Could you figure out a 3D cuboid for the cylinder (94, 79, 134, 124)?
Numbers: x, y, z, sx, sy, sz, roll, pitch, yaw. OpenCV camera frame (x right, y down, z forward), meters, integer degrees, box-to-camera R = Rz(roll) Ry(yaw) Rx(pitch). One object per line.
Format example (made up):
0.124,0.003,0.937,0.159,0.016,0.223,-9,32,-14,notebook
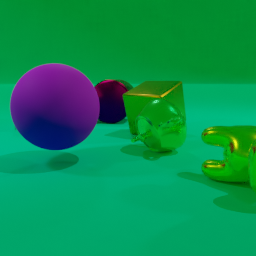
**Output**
-0.420,-0.854,8.657,1.274,1.274,1.274,2,10,10,cylinder

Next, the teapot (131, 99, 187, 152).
0.504,0.020,5.019,0.774,0.983,1.582,-29,-1,-23,teapot

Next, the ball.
-1.075,-0.309,4.208,1.289,1.289,1.289,0,10,0,ball

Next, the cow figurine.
1.645,0.328,3.312,1.526,0.851,1.551,3,6,43,cow figurine

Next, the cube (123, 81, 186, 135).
0.638,-0.459,6.463,1.009,1.009,1.009,7,30,36,cube
